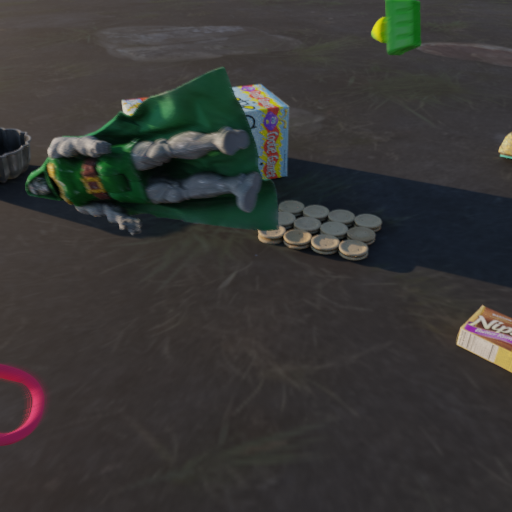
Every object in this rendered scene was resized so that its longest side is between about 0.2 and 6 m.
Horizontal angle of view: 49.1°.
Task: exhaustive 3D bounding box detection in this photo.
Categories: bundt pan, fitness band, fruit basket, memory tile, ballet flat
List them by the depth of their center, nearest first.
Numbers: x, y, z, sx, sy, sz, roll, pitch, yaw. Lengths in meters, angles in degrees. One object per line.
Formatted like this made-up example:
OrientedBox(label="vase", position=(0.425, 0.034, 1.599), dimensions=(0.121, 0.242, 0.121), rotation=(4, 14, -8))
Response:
OrientedBox(label="fitness band", position=(-2.389, 1.308, 4.974), dimensions=(0.953, 0.178, 0.684), rotation=(20, 60, -26))
OrientedBox(label="memory tile", position=(1.178, -0.490, 10.279), dimensions=(2.023, 0.170, 1.550), rotation=(13, 35, 18))
OrientedBox(label="fruit basket", position=(2.561, -4.309, 10.576), dimensions=(1.080, 1.080, 0.779), rotation=(22, 27, 30))
OrientedBox(label="bundt pan", position=(-5.899, -2.117, 12.273), dimensions=(1.988, 0.746, 1.988), rotation=(0, 32, 0))
OrientedBox(label="ballet flat", position=(6.490, -2.272, 12.479), dimensions=(0.739, 0.739, 2.091), rotation=(-26, 41, -34))

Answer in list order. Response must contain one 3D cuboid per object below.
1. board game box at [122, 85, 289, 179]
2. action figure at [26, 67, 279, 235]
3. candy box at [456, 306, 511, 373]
OrientedBox(label="board game box", position=(-1.062, -2.485, 11.979), dimensions=(3.159, 1.657, 1.627), rotation=(-12, 36, -17))
OrientedBox(label="action figure", position=(-1.357, -0.861, 5.961), dimensions=(2.941, 1.737, 0.804), rotation=(0, 33, 30))
OrientedBox(label="candy box", position=(3.425, 1.186, 7.513), dimensions=(1.211, 0.342, 0.706), rotation=(29, 42, 35))
